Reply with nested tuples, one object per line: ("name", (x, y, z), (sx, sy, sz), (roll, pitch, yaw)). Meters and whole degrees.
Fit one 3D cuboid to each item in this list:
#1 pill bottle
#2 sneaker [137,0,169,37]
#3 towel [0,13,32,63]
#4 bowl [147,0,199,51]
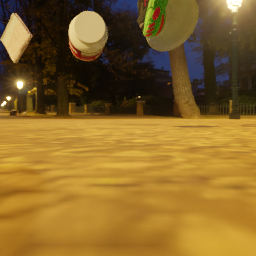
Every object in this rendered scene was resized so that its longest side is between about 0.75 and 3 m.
("pill bottle", (-1.008, -2.293, 7.041), (0.942, 0.942, 1.667), (0, 3, -11))
("sneaker", (0.582, -3.105, 6.475), (0.783, 0.855, 2.042), (-21, -28, -30))
("towel", (-3.471, -2.772, 8.644), (1.122, 1.071, 0.181), (-45, -18, 31))
("bowl", (1.181, -3.335, 8.528), (1.810, 1.810, 0.814), (-1, 44, -34))
